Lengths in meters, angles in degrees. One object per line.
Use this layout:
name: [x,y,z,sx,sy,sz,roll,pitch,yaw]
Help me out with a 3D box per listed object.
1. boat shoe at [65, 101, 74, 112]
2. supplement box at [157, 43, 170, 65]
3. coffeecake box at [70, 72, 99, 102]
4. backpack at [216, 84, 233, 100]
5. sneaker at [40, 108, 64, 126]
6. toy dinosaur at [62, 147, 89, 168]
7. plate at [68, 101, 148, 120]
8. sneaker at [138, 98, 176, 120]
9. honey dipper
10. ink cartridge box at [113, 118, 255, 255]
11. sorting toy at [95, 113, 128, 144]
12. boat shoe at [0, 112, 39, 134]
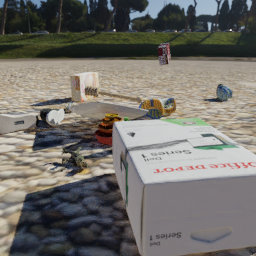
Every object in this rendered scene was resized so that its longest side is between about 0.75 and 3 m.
boat shoe: [-2.553,-0.932,12.601,0.345,0.377,1.008,5,24,-3]
supplement box: [1.490,-3.049,11.470,0.388,0.693,1.274,-4,24,15]
coffeecake box: [-2.314,-2.265,15.171,0.640,1.344,1.751,8,20,26]
backpack: [5.210,-1.886,15.122,0.748,0.794,0.973,-21,32,-29]
sneaker: [-3.023,-0.418,10.608,0.808,0.576,1.630,-1,12,3]
toy dinosaur: [-1.391,0.744,7.188,0.609,0.328,1.381,9,13,-21]
plate: [-0.750,-0.550,10.051,2.161,0.349,2.156,8,-6,-37]
sneaker: [1.048,-0.794,11.605,0.994,0.849,2.255,2,7,41]
honey dipper: [-0.674,-1.502,12.991,2.737,0.520,0.520,13,19,9]
ink cartridge box: [0.964,0.810,5.324,2.183,1.260,2.988,-3,17,-10]
sorting toy: [0.058,0.020,8.459,2.266,0.930,1.362,4,17,10]
boat shoe: [-4.177,-0.214,9.840,1.865,0.696,0.865,-3,10,-39]
